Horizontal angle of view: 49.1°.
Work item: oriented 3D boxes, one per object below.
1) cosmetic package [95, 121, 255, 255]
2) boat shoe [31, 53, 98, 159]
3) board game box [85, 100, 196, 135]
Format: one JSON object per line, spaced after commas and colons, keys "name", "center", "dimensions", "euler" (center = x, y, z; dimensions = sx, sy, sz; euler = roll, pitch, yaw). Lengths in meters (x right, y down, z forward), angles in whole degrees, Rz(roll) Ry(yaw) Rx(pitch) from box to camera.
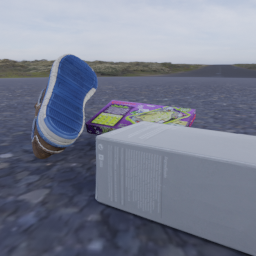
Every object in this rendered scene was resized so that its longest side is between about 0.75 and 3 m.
{"name": "cosmetic package", "center": [0.875, 0.594, 3.602], "dimensions": [2.415, 1.089, 1.290], "euler": [12, 17, 35]}
{"name": "boat shoe", "center": [-1.466, -0.591, 6.008], "dimensions": [1.076, 1.078, 2.979], "euler": [35, 32, -20]}
{"name": "board game box", "center": [0.280, -0.148, 6.069], "dimensions": [2.082, 0.336, 1.250], "euler": [9, 38, 26]}
